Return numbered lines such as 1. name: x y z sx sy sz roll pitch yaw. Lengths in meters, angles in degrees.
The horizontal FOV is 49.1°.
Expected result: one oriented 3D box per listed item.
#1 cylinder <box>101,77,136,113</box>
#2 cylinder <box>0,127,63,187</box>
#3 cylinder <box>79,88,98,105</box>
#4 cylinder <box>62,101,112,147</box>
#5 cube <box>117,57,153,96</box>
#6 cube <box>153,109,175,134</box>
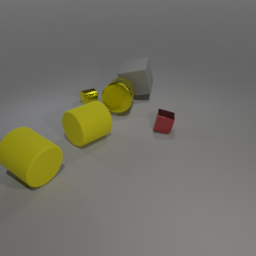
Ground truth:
1. cylinder: -0.402 -1.561 13.023 1.400 1.400 1.400 4 22 7
2. cylinder: -2.989 0.871 8.605 1.400 1.400 1.400 28 38 24
3. cylinder: -1.956 -1.574 13.940 0.700 0.700 0.700 -18 34 -29
4. cylinder: -1.559 -0.185 10.714 1.400 1.400 1.400 -26 38 -38
5. cube: 0.417 -2.593 14.273 1.400 1.400 1.400 -5 37 16
6. cube: 1.482 -0.273 11.481 0.700 0.700 0.700 15 30 1
